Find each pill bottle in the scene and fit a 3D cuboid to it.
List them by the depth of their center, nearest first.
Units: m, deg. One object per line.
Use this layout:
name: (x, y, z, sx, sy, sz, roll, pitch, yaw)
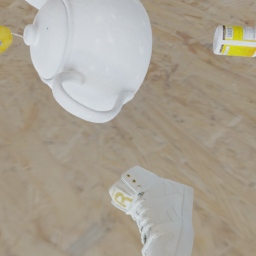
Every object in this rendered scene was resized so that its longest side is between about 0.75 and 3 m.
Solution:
pill bottle: (2.566, -1.951, 6.312, 1.166, 0.637, 0.637, 6, 48, 5)

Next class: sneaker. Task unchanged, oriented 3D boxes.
sneaker: (0.188, 1.090, 3.298, 1.052, 0.671, 1.821, 24, 21, 4)

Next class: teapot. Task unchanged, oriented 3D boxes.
teapot: (-0.921, -1.483, 5.156, 1.885, 2.547, 2.581, 0, 7, -39)

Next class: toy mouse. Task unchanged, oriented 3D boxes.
toy mouse: (-2.148, -1.534, 3.774, 1.218, 0.265, 1.370, 46, 36, -18)
